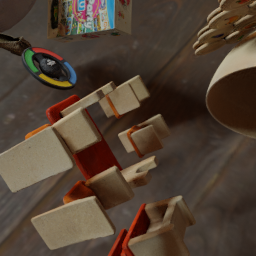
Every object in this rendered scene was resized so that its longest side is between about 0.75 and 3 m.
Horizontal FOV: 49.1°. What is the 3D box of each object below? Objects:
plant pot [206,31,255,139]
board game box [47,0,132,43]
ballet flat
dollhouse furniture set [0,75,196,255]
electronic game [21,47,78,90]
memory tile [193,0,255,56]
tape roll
[{"bbox_3d":[2.857,-1.002,5.226,2.455,2.455,1.648,17,67,7],"label":"plant pot"},{"bbox_3d":[-0.881,-2.752,6.163,2.029,0.652,1.497,5,96,34],"label":"board game box"},{"bbox_3d":[-2.452,-1.628,5.076,1.360,0.315,0.458,12,53,-13],"label":"ballet flat"},{"bbox_3d":[-0.256,0.758,4.098,1.388,2.694,2.665,-26,100,27],"label":"dollhouse furniture set"},{"bbox_3d":[-1.418,-1.102,5.152,1.075,0.224,1.075,28,35,-22],"label":"electronic game"},{"bbox_3d":[2.267,-2.009,4.879,2.020,2.636,0.221,-18,86,1],"label":"memory tile"},{"bbox_3d":[-3.180,-3.127,6.127,2.355,0.778,2.355,-5,67,11],"label":"tape roll"}]
